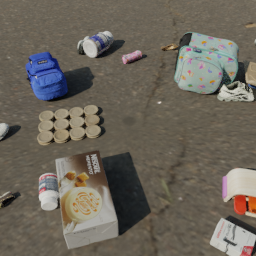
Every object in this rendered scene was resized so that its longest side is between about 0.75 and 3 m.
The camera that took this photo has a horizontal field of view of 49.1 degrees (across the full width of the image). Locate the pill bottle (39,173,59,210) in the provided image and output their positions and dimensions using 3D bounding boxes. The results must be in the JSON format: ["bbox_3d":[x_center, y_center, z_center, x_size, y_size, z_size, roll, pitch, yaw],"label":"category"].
[{"bbox_3d":[-2.484,2.009,8.828,0.625,0.625,1.045,-9,45,-9],"label":"pill bottle"}]

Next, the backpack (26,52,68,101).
[{"bbox_3d":[-3.681,-2.268,12.473,1.614,1.667,1.986,-21,52,-11],"label":"backpack"}]

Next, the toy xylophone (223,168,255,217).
[{"bbox_3d":[4.299,2.162,8.629,2.730,0.686,1.999,15,47,15],"label":"toy xylophone"}]

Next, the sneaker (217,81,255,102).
[{"bbox_3d":[5.038,-1.655,12.399,1.954,0.865,0.724,-3,43,-5],"label":"sneaker"}]

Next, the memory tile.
[{"bbox_3d":[-2.359,-0.150,11.321,2.473,0.208,1.896,-7,45,-8],"label":"memory tile"}]

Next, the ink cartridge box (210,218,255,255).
[{"bbox_3d":[2.930,3.130,7.834,1.025,0.429,0.740,24,49,22],"label":"ink cartridge box"}]

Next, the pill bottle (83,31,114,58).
[{"bbox_3d":[-1.565,-4.623,15.292,0.990,0.990,1.653,26,49,24],"label":"pill bottle"}]

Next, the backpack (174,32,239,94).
[{"bbox_3d":[3.521,-2.785,12.486,2.689,2.363,2.061,7,53,3],"label":"backpack"}]

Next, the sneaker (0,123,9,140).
[{"bbox_3d":[-5.419,0.172,10.501,1.820,0.907,0.681,-23,48,-24],"label":"sneaker"}]

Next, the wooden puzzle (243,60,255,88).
[{"bbox_3d":[6.434,-2.161,12.862,2.314,0.578,2.499,18,37,3],"label":"wooden puzzle"}]

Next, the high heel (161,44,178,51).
[{"bbox_3d":[2.282,-4.437,15.550,0.893,0.319,0.636,8,36,32],"label":"high heel"}]

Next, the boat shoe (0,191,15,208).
[{"bbox_3d":[-3.955,2.332,8.749,0.249,0.301,0.838,27,45,29],"label":"boat shoe"}]

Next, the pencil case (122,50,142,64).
[{"bbox_3d":[0.202,-3.756,14.783,1.091,0.477,0.477,-25,50,-24],"label":"pencil case"}]

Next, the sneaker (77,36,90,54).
[{"bbox_3d":[-2.326,-4.589,15.562,0.640,0.597,1.615,20,47,13],"label":"sneaker"}]

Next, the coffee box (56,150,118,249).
[{"bbox_3d":[-1.291,2.058,8.485,1.475,1.028,2.579,-10,46,-10],"label":"coffee box"}]
